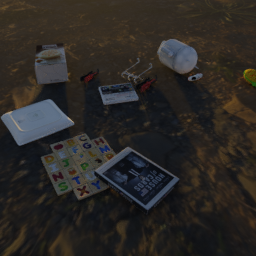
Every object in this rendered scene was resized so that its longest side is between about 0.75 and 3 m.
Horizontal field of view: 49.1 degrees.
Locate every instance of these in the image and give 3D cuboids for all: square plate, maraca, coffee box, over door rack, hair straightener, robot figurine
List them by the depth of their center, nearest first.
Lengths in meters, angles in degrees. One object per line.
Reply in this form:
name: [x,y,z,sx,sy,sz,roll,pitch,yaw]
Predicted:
square plate: [-3.748,-0.391,11.483,2.306,0.331,2.328,-23,43,-29]
hair straightener: [0.869,-2.344,14.013,0.713,0.379,1.853,21,42,26]
maraca: [6.300,-2.488,14.061,0.817,0.638,1.192,-13,60,-18]
over door rack: [0.493,-2.949,14.654,1.031,0.465,1.396,31,68,35]
hair straightener: [-2.058,-2.829,14.705,0.610,0.324,1.584,17,40,21]
coffee box: [-4.086,-3.485,14.940,1.552,1.082,2.714,-8,38,-11]
robot figurine: [2.701,-3.861,15.127,2.180,1.452,2.571,4,29,-38]

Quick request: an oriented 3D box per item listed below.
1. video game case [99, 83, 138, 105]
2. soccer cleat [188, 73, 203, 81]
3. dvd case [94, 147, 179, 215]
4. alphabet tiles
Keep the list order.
video game case: [-0.473,-1.631,13.243,1.619,0.189,1.472,-9,38,-11]
soccer cleat: [3.498,-2.593,14.380,0.860,0.295,0.366,-17,19,-15]
dvd case: [0.269,1.558,8.858,2.186,0.270,1.643,29,45,31]
alphabet tiles: [-1.551,1.184,9.577,2.373,0.090,2.852,-19,41,-23]
